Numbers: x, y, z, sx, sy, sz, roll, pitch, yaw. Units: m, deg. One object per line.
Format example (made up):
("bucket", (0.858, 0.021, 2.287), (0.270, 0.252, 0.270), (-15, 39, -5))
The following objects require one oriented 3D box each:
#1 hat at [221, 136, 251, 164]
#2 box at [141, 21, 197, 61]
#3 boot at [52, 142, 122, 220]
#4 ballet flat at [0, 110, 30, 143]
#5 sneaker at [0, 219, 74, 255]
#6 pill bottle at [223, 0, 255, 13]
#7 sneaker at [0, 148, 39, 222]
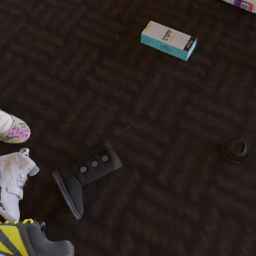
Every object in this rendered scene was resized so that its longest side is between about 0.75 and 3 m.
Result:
("hat", (2.649, 0.451, 6.746), (0.766, 0.309, 0.766), (0, 62, 1))
("box", (1.189, -2.581, 8.264), (1.510, 0.371, 0.621), (27, 66, 13))
("boot", (-0.783, 1.148, 6.325), (1.496, 0.491, 1.233), (-26, 68, -18))
("ballet flat", (-3.397, -0.277, 6.870), (2.093, 0.745, 0.723), (26, 64, 13))
("sneaker", (-2.255, 2.234, 5.551), (2.617, 0.975, 1.107), (28, 63, 4))
("pill bottle", (3.420, -4.554, 8.868), (1.988, 1.108, 1.108), (31, 67, 15))
("sneaker", (-2.442, 1.198, 6.176), (0.944, 0.617, 1.643), (-25, 62, -9))
